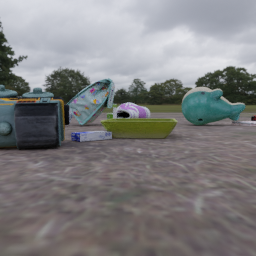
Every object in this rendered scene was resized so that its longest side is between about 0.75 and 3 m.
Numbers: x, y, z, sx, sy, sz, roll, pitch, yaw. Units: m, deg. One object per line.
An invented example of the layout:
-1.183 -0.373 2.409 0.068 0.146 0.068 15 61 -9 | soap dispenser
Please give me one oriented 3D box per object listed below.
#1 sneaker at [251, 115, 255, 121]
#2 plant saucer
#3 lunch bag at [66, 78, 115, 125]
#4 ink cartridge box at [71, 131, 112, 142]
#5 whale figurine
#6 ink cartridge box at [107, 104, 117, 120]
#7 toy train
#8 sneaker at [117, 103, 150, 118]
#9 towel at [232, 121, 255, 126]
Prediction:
6.323 -0.423 13.166 0.543 0.393 1.111 -3 3 -11 | sneaker
0.327 -0.008 6.970 1.727 0.414 1.725 0 4 7 | plant saucer
-1.303 -1.161 11.382 2.048 1.249 1.745 -43 0 5 | lunch bag
-0.781 0.173 6.053 0.800 0.177 0.376 -3 4 -41 | ink cartridge box
3.417 -0.690 11.378 2.470 1.282 1.965 13 -39 3 | whale figurine
-0.784 -0.709 13.601 0.344 0.908 0.671 1 4 12 | ink cartridge box
-2.311 -0.157 4.969 2.633 1.122 1.501 -1 13 -14 | toy train
-0.267 -0.841 15.108 1.617 1.028 2.835 -6 6 -31 | sneaker
4.979 -0.188 11.453 1.004 0.169 1.051 -2 5 -25 | towel
